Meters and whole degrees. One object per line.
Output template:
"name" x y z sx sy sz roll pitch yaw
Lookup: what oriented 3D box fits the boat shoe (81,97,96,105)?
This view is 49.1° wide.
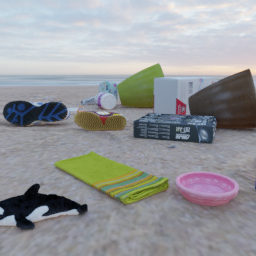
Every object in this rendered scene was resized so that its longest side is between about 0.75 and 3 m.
"boat shoe" -2.636 -1.928 19.576 1.446 0.521 0.513 -13 21 -41

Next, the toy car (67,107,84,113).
"toy car" -2.921 -0.958 15.080 1.183 0.394 0.580 0 11 -4

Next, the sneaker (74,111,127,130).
"sneaker" -1.091 -0.292 11.060 2.046 0.767 0.922 6 7 -7

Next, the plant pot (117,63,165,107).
"plant pot" 0.855 -2.403 17.770 2.918 2.731 2.731 -15 11 1

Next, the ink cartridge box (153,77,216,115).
"ink cartridge box" 2.956 -1.669 14.625 2.673 1.942 1.933 -7 13 -30

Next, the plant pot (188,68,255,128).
"plant pot" 3.768 -0.959 11.243 2.471 2.310 2.310 -10 7 21

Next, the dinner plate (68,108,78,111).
"dinner plate" -3.125 -1.100 16.512 1.067 0.129 1.067 1 11 0

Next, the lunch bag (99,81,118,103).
"lunch bag" -1.382 -2.322 18.967 0.777 1.616 2.015 0 4 -24

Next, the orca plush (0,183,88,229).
"orca plush" -1.355 1.132 4.277 1.463 0.520 0.770 0 11 2

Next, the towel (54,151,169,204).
"towel" -0.476 0.938 5.989 1.147 0.241 2.666 -9 14 -40

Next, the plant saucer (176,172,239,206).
"plant saucer" 1.416 1.098 5.079 1.098 0.278 1.098 0 12 0

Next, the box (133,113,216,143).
"box" 1.755 -0.066 10.083 2.685 0.584 2.151 4 12 18

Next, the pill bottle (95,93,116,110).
"pill bottle" -1.459 -1.685 17.262 0.977 0.977 1.741 -5 12 -24

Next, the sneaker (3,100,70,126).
"sneaker" -3.890 -0.562 12.006 2.913 1.103 1.122 4 -5 6
